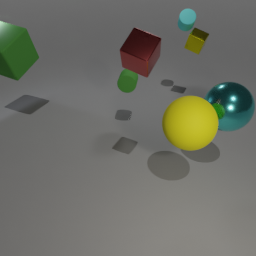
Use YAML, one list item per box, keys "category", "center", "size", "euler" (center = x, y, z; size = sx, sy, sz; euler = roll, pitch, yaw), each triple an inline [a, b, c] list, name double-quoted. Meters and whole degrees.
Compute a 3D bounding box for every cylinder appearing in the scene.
- category: "cylinder"
  center: [-0.002, -1.764, 10.392]
  size: [0.700, 0.700, 0.700]
  euler: [4, 34, 7]
- category: "cylinder"
  center: [2.522, -4.625, 12.024]
  size: [0.700, 0.700, 0.700]
  euler: [2, -4, 4]

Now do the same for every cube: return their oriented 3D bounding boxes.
- category: "cube"
  center: [0.297, -1.729, 6.467]
  size: [0.700, 0.700, 0.700]
  euler: [26, 74, 13]
- category: "cube"
  center: [2.939, -3.724, 11.987]
  size: [0.700, 0.700, 0.700]
  euler: [29, 53, 10]
- category: "cube"
  center: [-4.478, -2.876, 10.441]
  size: [1.400, 1.400, 1.400]
  euler: [20, 60, 18]

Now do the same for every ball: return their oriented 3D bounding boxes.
- category: "ball"
  center: [2.819, -0.598, 7.902]
  size: [1.400, 1.400, 1.400]
  euler: [0, 31, 0]
- category: "ball"
  center: [1.574, -0.122, 7.162]
  size: [1.400, 1.400, 1.400]
  euler: [0, 31, 0]
